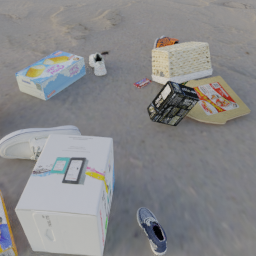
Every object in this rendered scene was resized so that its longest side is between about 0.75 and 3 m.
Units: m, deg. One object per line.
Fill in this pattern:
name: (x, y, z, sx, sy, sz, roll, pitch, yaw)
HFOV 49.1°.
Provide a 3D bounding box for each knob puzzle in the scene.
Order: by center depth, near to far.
knob puzzle: (3.355, -1.090, 12.129, 3.095, 0.429, 3.095, 0, 49, 0)

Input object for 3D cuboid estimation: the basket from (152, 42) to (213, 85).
basket: (2.564, -3.199, 13.613, 2.563, 1.581, 1.737, -18, 25, -19)

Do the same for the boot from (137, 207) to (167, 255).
boot: (0.653, 2.580, 7.475, 0.525, 0.652, 1.444, -15, 41, -18)

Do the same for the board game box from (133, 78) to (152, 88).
board game box: (0.729, -2.238, 13.932, 0.459, 0.087, 0.892, 32, 49, 32)

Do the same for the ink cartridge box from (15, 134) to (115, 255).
ink cartridge box: (-1.452, 1.733, 7.536, 1.881, 1.890, 2.577, 3, 40, 4)

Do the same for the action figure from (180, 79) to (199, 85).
action figure: (3.236, -1.951, 13.266, 1.995, 0.546, 1.178, 10, 43, 18)

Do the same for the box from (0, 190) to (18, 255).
box: (-4.045, 2.622, 7.552, 1.496, 0.521, 2.513, -20, 45, -23)

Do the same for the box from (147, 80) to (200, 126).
box: (1.693, -0.897, 10.670, 1.284, 1.568, 0.675, 10, 45, -29)

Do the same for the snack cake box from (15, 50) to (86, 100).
snack cake box: (-3.680, -2.650, 13.702, 1.716, 1.003, 2.984, 19, 43, 24)

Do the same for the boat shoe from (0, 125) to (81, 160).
boat shoe: (-2.978, 0.649, 9.675, 2.878, 1.020, 1.005, -8, 36, -20)

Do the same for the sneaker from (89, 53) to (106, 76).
sneaker: (-1.604, -3.624, 14.931, 0.773, 0.985, 1.983, -14, 41, -17)

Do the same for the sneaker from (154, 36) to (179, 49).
sneaker: (2.369, -4.941, 16.673, 1.261, 0.873, 2.251, 15, 41, 20)
